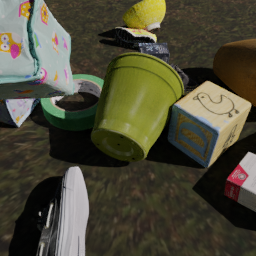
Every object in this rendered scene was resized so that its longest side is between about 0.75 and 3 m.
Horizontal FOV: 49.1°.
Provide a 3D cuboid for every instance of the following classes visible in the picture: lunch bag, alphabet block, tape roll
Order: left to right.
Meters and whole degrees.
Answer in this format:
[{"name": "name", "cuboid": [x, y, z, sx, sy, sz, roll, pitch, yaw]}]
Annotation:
[{"name": "lunch bag", "cuboid": [-4.192, -1.636, 8.030, 2.415, 2.848, 1.810, 14, 47, 13]}, {"name": "lunch bag", "cuboid": [-2.579, -1.235, 5.025, 2.777, 2.366, 1.693, -5, 90, 0]}, {"name": "tape roll", "cuboid": [-1.602, -0.871, 8.915, 2.203, 0.530, 2.203, 0, 46, 0]}, {"name": "alphabet block", "cuboid": [2.125, -0.122, 7.532, 1.488, 1.461, 1.453, -35, 57, -29]}]

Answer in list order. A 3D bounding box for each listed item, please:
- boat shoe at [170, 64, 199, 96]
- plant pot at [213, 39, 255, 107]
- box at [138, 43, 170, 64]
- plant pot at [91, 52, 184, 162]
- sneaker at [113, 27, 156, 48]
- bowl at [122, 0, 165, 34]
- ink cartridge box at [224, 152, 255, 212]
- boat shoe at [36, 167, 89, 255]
[{"name": "boat shoe", "cuboid": [1.412, -1.894, 9.724, 2.375, 0.787, 0.830, 31, 53, 27]}, {"name": "plant pot", "cuboid": [4.048, -1.875, 8.980, 2.311, 2.311, 2.479, -25, 36, -23]}, {"name": "box", "cuboid": [0.967, -2.798, 10.743, 1.116, 0.597, 0.828, -2, 46, -2]}, {"name": "plant pot", "cuboid": [0.095, -0.378, 7.493, 2.300, 2.300, 2.214, 14, 59, 14]}, {"name": "sneaker", "cuboid": [0.306, -3.797, 11.712, 1.921, 0.751, 0.867, 20, 43, 9]}, {"name": "bowl", "cuboid": [0.835, -4.658, 12.084, 1.942, 1.942, 1.045, -23, 92, -21]}, {"name": "ink cartridge box", "cuboid": [3.247, 1.400, 6.450, 1.591, 0.664, 1.156, 28, 51, 36]}, {"name": "boat shoe", "cuboid": [-1.431, 1.950, 5.807, 0.987, 1.003, 2.783, -13, 38, 6]}]
